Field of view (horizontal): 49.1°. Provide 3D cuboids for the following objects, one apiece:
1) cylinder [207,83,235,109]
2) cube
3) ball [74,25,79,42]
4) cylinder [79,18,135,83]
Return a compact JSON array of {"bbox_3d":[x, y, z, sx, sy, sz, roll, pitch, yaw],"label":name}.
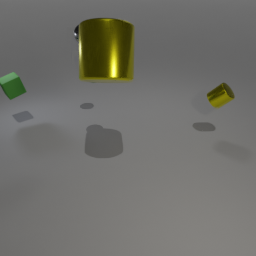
[{"bbox_3d":[3.312,-1.148,10.019,0.700,0.700,0.700,27,45,-30],"label":"cylinder"},{"bbox_3d":[-4.486,-1.632,10.836,0.700,0.700,0.700,-32,41,-21],"label":"cube"},{"bbox_3d":[-1.603,-3.401,10.108,0.700,0.700,0.700,0,29,0],"label":"ball"},{"bbox_3d":[-0.539,-1.886,7.109,1.400,1.400,1.400,1,6,0],"label":"cylinder"}]
